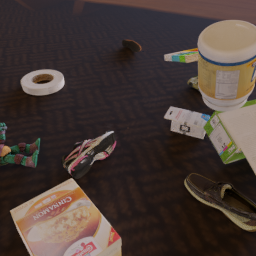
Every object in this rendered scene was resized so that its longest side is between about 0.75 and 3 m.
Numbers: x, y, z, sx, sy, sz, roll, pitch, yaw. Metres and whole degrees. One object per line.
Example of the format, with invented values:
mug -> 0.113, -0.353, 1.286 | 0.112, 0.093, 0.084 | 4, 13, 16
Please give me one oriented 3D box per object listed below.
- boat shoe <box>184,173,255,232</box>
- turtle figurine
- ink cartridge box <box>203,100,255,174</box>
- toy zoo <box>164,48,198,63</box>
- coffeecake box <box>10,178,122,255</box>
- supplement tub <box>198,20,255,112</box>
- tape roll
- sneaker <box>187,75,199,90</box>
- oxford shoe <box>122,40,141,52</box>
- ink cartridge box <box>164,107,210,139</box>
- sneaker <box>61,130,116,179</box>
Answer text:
boat shoe -> 2.570, 1.794, 7.584 | 2.273, 0.737, 0.832 | 30, 47, 32
turtle figurine -> -3.995, 0.672, 8.717 | 2.309, 1.162, 1.729 | 7, 49, -15
ink cartridge box -> 4.129, 0.651, 8.850 | 2.187, 1.121, 2.959 | -14, 62, -17
toy zoo -> 2.289, -2.648, 10.078 | 1.515, 0.236, 2.310 | -14, 18, -10
coffeecake box -> -1.482, 2.491, 6.625 | 1.712, 0.815, 2.230 | -26, 45, -29
supplement tub -> 2.109, -1.269, 5.972 | 1.201, 1.660, 1.201 | -7, 51, 9
tape roll -> -3.933, -2.135, 12.954 | 1.930, 0.353, 1.930 | -1, 38, 0
sneaker -> 3.753, -2.564, 12.826 | 2.669, 1.183, 1.026 | -26, 45, -29
oxford shoe -> 0.331, -4.853, 16.315 | 0.573, 0.573, 1.607 | -18, 40, -31
ink cartridge box -> 2.156, -0.219, 10.359 | 1.529, 0.510, 0.886 | 16, 41, 19
sneaker -> -1.280, 0.648, 9.008 | 0.904, 0.841, 2.095 | 26, 44, 31
